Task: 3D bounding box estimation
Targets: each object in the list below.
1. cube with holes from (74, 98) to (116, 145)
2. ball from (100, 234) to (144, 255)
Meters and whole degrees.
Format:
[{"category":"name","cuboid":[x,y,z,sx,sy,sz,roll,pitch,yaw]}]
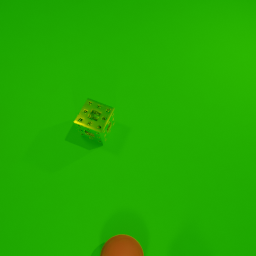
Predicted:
[{"category":"cube with holes","cuboid":[-0.967,-0.184,8.487,0.889,0.889,0.889,21,66,10]},{"category":"ball","cuboid":[-0.146,3.132,6.747,1.062,1.062,1.062,0,64,0]}]
